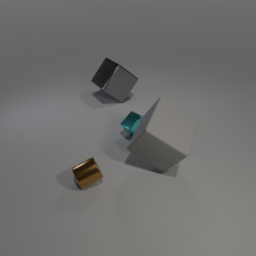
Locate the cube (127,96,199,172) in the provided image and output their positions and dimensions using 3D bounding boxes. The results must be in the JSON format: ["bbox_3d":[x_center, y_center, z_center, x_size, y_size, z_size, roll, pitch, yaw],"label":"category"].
[{"bbox_3d":[1.048,0.210,8.440,1.400,1.400,1.400,31,55,-6],"label":"cube"}]

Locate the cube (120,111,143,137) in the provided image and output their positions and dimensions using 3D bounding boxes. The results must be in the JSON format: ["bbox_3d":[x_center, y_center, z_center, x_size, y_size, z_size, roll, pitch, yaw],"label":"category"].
[{"bbox_3d":[0.276,-0.093,10.561,0.700,0.700,0.700,-49,37,-9],"label":"cube"}]

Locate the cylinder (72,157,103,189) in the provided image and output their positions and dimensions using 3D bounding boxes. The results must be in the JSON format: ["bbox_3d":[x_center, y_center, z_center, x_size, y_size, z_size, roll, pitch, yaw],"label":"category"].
[{"bbox_3d":[-1.181,1.312,8.233,0.700,0.700,0.700,-28,35,-7],"label":"cylinder"}]

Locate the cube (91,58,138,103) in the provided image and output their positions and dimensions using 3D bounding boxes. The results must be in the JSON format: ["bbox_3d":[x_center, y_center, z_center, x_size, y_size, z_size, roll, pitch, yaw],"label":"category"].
[{"bbox_3d":[-0.655,-2.322,13.571,1.400,1.400,1.400,29,8,-40],"label":"cube"}]
